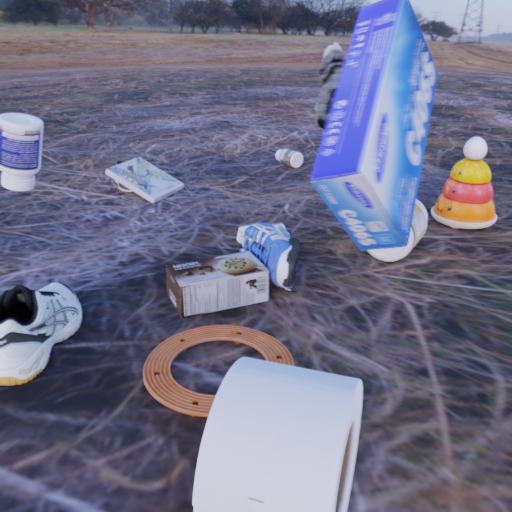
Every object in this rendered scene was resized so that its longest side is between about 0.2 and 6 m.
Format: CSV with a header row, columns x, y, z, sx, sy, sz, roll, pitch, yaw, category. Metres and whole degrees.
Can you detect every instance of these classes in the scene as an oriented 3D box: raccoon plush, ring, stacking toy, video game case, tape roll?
x,y,z,sx,sy,sz,roll,pitch,yaw,category
2.336,-3.429,12.051,1.718,2.565,1.241,21,-26,-24,raccoon plush
-0.514,1.570,7.757,2.072,0.199,2.072,1,24,0,ring
4.873,-1.734,12.851,1.472,2.015,1.472,0,23,0,stacking toy
-2.982,-2.076,15.123,1.612,0.177,1.470,31,32,12,video game case
0.273,1.879,5.217,1.170,1.704,1.704,8,26,18,tape roll

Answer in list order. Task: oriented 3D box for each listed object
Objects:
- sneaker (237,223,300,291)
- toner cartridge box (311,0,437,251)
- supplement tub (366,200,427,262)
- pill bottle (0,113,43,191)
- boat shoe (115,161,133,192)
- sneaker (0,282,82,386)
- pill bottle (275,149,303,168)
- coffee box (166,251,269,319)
x,y,z,sx,sy,sz,roll,pitch,yaw,category
0.208,-0.027,10.320,0.978,0.961,2.538,8,13,-10,sneaker
2.095,-2.247,9.247,0.854,1.879,3.957,-5,55,37,toner cartridge box
2.876,-0.595,11.477,1.059,1.059,1.466,13,27,27,supplement tub
-3.234,-1.405,7.649,0.574,0.959,0.574,12,26,-6,pill bottle
-3.603,-2.234,15.720,0.654,0.565,1.801,-13,27,-26,boat shoe
-3.261,0.826,8.337,0.928,1.076,2.454,-2,23,-1,sneaker
1.027,-3.120,17.770,0.498,0.498,0.899,-17,29,-33,pill bottle
-0.677,0.472,9.632,1.580,0.631,0.893,-10,26,-20,coffee box
